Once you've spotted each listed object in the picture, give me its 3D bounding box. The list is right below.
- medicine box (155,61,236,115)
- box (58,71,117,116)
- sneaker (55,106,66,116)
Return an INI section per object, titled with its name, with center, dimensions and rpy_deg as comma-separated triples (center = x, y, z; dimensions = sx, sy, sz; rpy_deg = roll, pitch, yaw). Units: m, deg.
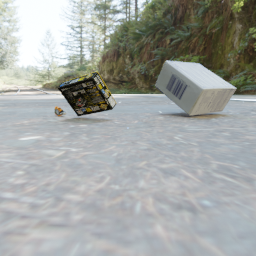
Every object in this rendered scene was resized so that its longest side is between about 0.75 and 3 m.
[medicine box]
center = 2.983, -1.808, 12.425
dimensions = 2.573, 1.324, 2.343
rpy_deg = -7, 42, -41
[box]
center = -1.554, -1.224, 10.549
dimensions = 1.831, 1.462, 0.452
rpy_deg = -9, 38, 35
[sneaker]
center = -2.895, -0.705, 11.834
dimensions = 0.345, 0.341, 0.883
rpy_deg = -21, 21, -36
